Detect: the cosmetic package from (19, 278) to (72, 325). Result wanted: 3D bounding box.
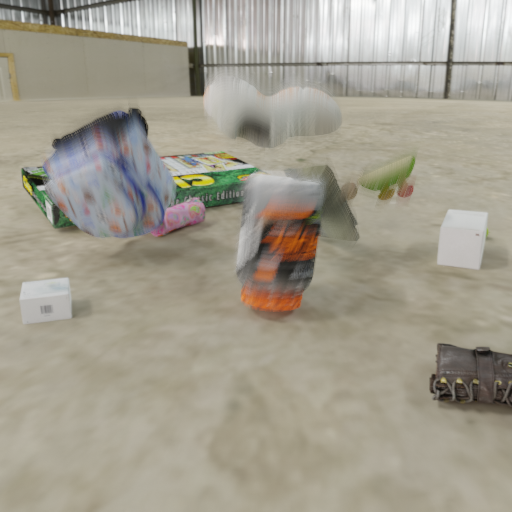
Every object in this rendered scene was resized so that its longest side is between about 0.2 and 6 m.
[{"bbox_3d":[-3.159,0.663,8.448,0.684,0.422,0.687,-6,20,-17],"label":"cosmetic package"}]

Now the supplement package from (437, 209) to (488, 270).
[{"bbox_3d":[3.941,-0.342,10.661,0.769,0.767,1.311,8,21,22],"label":"supplement package"}]

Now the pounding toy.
[{"bbox_3d":[2.345,-1.273,10.310,1.402,0.651,1.082,-24,5,-2],"label":"pounding toy"}]

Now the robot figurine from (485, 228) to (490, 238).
[{"bbox_3d":[4.636,-0.516,11.802,0.531,0.307,0.466,12,23,29],"label":"robot figurine"}]

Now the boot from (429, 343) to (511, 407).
[{"bbox_3d":[2.777,1.509,6.025,1.744,0.694,2.003,-1,16,14],"label":"boot"}]

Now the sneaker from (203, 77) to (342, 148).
[{"bbox_3d":[0.390,-2.155,9.214,2.459,0.931,1.131,-1,49,-23],"label":"sneaker"}]

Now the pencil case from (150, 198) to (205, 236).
[{"bbox_3d":[-1.741,-0.875,12.336,0.626,0.626,1.431,15,26,34],"label":"pencil case"}]

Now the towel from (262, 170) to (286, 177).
[{"bbox_3d":[0.423,-2.294,16.689,1.049,0.273,1.583,2,20,1],"label":"towel"}]

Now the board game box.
[{"bbox_3d":[-2.688,-1.890,14.576,5.869,0.688,3.075,-12,31,-31],"label":"board game box"}]

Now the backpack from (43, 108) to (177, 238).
[{"bbox_3d":[-2.631,-1.340,10.513,2.275,2.167,1.753,-10,48,35],"label":"backpack"}]

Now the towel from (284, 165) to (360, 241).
[{"bbox_3d":[1.295,-1.037,10.868,0.288,1.607,1.669,-32,19,-18],"label":"towel"}]

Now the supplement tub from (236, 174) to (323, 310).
[{"bbox_3d":[0.328,-0.224,8.371,1.168,1.907,1.168,6,9,-1],"label":"supplement tub"}]
